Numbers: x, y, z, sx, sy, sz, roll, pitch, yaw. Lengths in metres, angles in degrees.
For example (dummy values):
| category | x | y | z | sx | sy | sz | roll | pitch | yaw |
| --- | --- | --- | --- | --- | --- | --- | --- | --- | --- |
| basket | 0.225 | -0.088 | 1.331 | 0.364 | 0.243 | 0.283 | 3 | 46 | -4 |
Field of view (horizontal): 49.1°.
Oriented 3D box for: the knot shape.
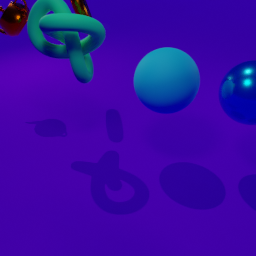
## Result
| category | x | y | z | sx | sy | sz | roll | pitch | yaw |
| --- | --- | --- | --- | --- | --- | --- | --- | --- | --- |
| knot shape | -1.251 | -1.927 | 5.923 | 0.927 | 2.005 | 1.877 | -49 | 18 | -18 |

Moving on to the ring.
| category | x | y | z | sx | sy | sz | roll | pitch | yaw |
| --- | --- | --- | --- | --- | --- | --- | --- | --- | --- |
| ring | -1.359 | -3.506 | 7.938 | 0.352 | 1.761 | 1.761 | -20 | 34 | 3 |

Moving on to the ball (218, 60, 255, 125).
| category | x | y | z | sx | sy | sz | roll | pitch | yaw |
| --- | --- | --- | --- | --- | --- | --- | --- | --- | --- |
| ball | 2.517 | -0.708 | 5.676 | 1.303 | 1.303 | 1.303 | 0 | 33 | 0 |

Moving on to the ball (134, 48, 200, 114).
| category | x | y | z | sx | sy | sz | roll | pitch | yaw |
| --- | --- | --- | --- | --- | --- | --- | --- | --- | --- |
| ball | 0.820 | -0.998 | 5.992 | 1.391 | 1.391 | 1.391 | 0 | 33 | 0 |

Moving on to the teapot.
| category | x | y | z | sx | sy | sz | roll | pitch | yaw |
| --- | --- | --- | --- | --- | --- | --- | --- | --- | --- |
| teapot | -3.250 | -3.059 | 7.826 | 0.757 | 1.547 | 0.962 | 32 | 42 | -28 |
